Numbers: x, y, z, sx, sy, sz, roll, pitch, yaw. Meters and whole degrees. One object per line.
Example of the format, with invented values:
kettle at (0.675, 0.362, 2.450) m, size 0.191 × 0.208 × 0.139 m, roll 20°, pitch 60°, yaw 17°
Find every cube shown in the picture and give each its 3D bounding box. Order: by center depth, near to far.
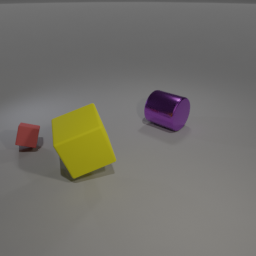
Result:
cube at (-1.337, 0.364, 8.405) m, size 1.400 × 1.400 × 1.400 m, roll -22°, pitch 37°, yaw -2°
cube at (-3.577, 0.250, 10.024) m, size 0.700 × 0.700 × 0.700 m, roll 11°, pitch 7°, yaw -17°

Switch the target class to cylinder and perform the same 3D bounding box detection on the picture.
cylinder at (1.625, -0.744, 11.588) m, size 1.400 × 1.400 × 1.400 m, roll 22°, pitch 35°, yaw 35°
